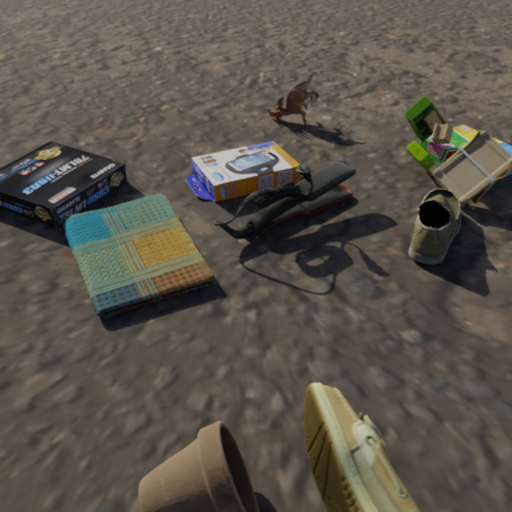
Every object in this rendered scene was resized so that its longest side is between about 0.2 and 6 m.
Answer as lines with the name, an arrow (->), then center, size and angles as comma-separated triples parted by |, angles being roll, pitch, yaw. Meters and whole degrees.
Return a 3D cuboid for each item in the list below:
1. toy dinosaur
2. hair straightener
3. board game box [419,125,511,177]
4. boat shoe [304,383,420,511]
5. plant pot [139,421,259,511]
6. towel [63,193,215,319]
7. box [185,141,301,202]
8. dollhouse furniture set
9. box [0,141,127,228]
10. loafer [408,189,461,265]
toy dinosaur -> 0.827, -3.416, 12.244 | 0.841, 1.241, 0.533 | 16, 31, -17
hair straightener -> 0.524, -1.053, 9.029 | 2.775, 1.068, 0.568 | -22, 46, -27
board game box -> 4.220, -2.003, 10.931 | 1.251, 0.330, 1.635 | -21, 41, -25
boat shoe -> 1.074, 2.124, 4.997 | 0.727, 0.843, 2.311 | -8, 41, -17
plant pot -> -0.537, 2.114, 5.001 | 0.876, 1.004, 1.004 | -23, 39, -1
towel -> -1.823, -0.084, 8.423 | 1.745, 0.258, 2.380 | -17, 42, -20
box -> -0.289, -1.559, 10.292 | 1.951, 0.405, 1.161 | -14, 39, -22
dollhouse furniture set -> 3.574, -1.818, 10.073 | 1.147, 0.886, 2.295 | -42, 56, 15
box -> -3.588, -1.321, 9.933 | 1.835, 0.459, 1.849 | 18, 41, 24
loafer -> 2.872, -0.601, 8.771 | 0.708, 0.656, 1.883 | 13, 39, 17
